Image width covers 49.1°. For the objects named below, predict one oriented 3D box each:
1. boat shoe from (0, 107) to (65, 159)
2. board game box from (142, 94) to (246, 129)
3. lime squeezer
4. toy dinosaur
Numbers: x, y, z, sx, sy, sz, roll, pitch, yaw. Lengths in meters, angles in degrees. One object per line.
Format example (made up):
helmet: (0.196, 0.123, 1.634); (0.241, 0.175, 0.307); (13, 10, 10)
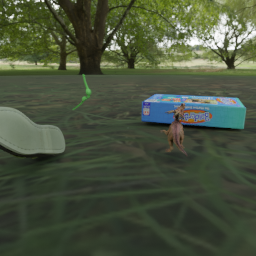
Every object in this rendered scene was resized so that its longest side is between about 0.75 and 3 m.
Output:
boat shoe: (-1.779, 0.182, 4.627); (0.591, 0.699, 1.962); (-15, -16, 15)
board game box: (1.971, -0.575, 8.496); (2.750, 0.619, 2.091); (4, 14, 16)
lime squeezer: (-1.410, -1.034, 8.839); (0.430, 1.217, 0.230); (19, 21, -7)
toy dinosaur: (0.876, 0.025, 5.102); (0.425, 0.672, 0.991); (2, 44, -5)
